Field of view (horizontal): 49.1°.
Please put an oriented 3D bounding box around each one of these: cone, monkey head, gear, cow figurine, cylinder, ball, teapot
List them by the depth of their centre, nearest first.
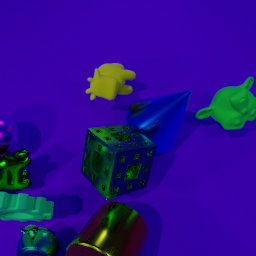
[{"bbox_3d":[-0.405,2.483,5.934,1.326,1.326,1.326,29,34,12],"label":"cylinder"},{"bbox_3d":[-2.004,2.727,6.172,1.050,0.827,1.689,-10,106,7],"label":"teapot"},{"bbox_3d":[-2.554,1.797,6.272,1.689,1.689,0.312,1,63,0],"label":"gear"},{"bbox_3d":[-3.105,1.222,6.838,1.406,1.429,0.784,-6,31,-28],"label":"cow figurine"},{"bbox_3d":[1.068,-0.461,7.032,1.674,1.680,1.674,16,54,-23],"label":"cone"},{"bbox_3d":[2.613,-0.669,7.049,1.794,1.291,1.081,-34,50,3],"label":"monkey head"},{"bbox_3d":[-3.483,0.233,7.268,1.300,1.300,1.300,0,65,0],"label":"ball"},{"bbox_3d":[-0.577,-1.334,7.799,1.556,0.868,1.582,-4,32,-31],"label":"cow figurine"}]

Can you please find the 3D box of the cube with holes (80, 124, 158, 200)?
[{"bbox_3d":[-0.245,0.725,6.555,1.172,1.172,1.172,-7,29,-39],"label":"cube with holes"}]
